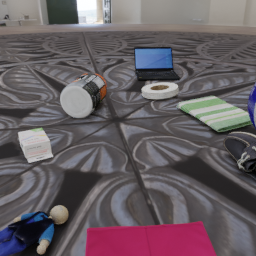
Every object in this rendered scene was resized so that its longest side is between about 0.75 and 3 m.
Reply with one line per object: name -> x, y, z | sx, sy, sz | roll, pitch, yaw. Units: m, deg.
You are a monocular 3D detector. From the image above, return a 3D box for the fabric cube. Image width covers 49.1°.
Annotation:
fabric cube -> 0.302, 2.275, 3.244 | 1.611, 1.580, 1.606 | -2, 24, -4

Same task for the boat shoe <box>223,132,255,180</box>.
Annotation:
boat shoe -> 3.223, 0.810, 7.162 | 0.745, 0.863, 2.377 | -10, 31, -26

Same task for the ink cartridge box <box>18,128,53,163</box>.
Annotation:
ink cartridge box -> -2.744, 0.481, 8.315 | 0.756, 0.434, 1.291 | -13, 29, -26

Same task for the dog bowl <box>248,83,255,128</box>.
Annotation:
dog bowl -> 4.930, -0.625, 8.116 | 2.597, 2.597, 1.023 | 2, 25, 4

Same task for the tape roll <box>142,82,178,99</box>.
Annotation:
tape roll -> 1.476, -1.734, 12.920 | 1.695, 0.310, 1.695 | -6, 23, 2

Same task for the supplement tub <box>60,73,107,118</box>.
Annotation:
supplement tub -> -1.660, -1.386, 11.173 | 1.353, 1.353, 2.208 | 5, 25, 11

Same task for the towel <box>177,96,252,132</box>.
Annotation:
towel -> 3.346, -0.595, 10.776 | 2.000, 0.307, 2.622 | -11, 29, -22

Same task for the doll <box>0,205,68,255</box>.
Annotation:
doll -> -1.914, 1.961, 5.182 | 1.271, 0.451, 1.862 | 14, 21, 42

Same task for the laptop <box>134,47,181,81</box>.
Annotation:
laptop -> 1.619, -3.754, 16.141 | 2.362, 1.377, 2.666 | -2, 25, -4
